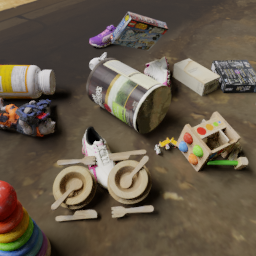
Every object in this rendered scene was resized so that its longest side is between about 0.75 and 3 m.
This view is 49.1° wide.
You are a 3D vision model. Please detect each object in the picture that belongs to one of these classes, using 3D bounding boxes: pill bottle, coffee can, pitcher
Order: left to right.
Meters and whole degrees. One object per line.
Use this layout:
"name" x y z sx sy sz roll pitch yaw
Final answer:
"pill bottle" -4.529 -1.987 12.103 2.545 1.413 1.413 0 42 -1
"pitcher" -1.453 -3.346 14.046 0.586 0.830 0.967 41 52 9
"coffee can" 0.008 -1.301 10.891 2.001 2.001 2.734 -34 52 -31

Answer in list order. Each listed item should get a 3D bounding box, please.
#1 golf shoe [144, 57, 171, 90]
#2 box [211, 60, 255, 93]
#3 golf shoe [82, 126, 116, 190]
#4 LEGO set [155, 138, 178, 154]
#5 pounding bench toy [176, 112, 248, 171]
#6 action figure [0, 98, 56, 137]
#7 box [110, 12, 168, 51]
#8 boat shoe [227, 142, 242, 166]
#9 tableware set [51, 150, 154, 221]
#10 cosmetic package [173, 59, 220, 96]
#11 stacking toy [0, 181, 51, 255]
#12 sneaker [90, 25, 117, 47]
"golf shoe" 1.378 -2.352 12.977 1.228 1.011 2.684 -7 36 9
"box" 5.132 -2.502 13.349 1.775 0.482 2.216 -2 42 -2
"golf shoe" -0.939 0.960 9.125 0.847 1.074 2.332 -18 48 -23
"LEGO set" 1.492 0.641 10.089 1.143 0.426 0.526 -5 74 -14
"pounding bench toy" 2.758 0.746 9.204 1.521 1.212 1.950 -22 60 -22
"action figure" -3.965 -0.374 10.805 2.615 1.414 2.703 16 17 7
"box" 0.494 -4.119 12.134 2.155 1.475 0.430 -2 65 -40
"boat shoe" 3.722 0.915 9.737 0.313 0.366 0.999 27 59 21
"tableware set" -0.783 1.594 8.162 2.954 0.592 1.953 -7 63 0
"cosmetic package" 3.145 -2.401 13.068 1.038 0.733 2.004 -26 49 -25
"stacking toy" -2.600 2.226 6.312 1.260 2.951 1.260 1 41 -1
"sneaker" -1.131 -5.356 16.092 2.332 1.031 0.938 -19 47 -18
